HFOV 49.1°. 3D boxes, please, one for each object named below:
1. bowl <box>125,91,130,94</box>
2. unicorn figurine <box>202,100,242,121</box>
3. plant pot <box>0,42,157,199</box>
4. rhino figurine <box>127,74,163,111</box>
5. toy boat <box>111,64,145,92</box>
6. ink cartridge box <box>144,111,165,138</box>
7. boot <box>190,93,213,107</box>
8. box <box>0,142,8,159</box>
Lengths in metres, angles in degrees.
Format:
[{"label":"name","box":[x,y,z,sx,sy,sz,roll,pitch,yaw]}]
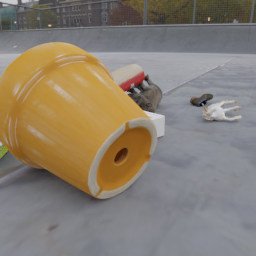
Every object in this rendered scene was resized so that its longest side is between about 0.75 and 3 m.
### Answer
[{"label":"bowl","box":[-0.773,-1.069,11.213,1.757,0.656,1.754,8,20,20]},{"label":"unicorn figurine","box":[3.248,-0.588,9.913,1.343,0.722,1.955,-7,3,10]},{"label":"plant pot","box":[-0.854,-0.014,5.518,2.439,2.664,2.664,33,35,33]},{"label":"rhino figurine","box":[0.656,-1.217,10.879,0.890,1.302,2.977,-40,4,24]},{"label":"toy boat","box":[-0.387,-1.103,9.891,2.429,1.588,1.585,-33,17,-23]},{"label":"ink cartridge box","box":[0.165,-0.015,8.071,1.120,0.657,1.530,17,26,42]},{"label":"boot","box":[3.281,-1.153,11.972,1.145,0.428,0.555,-16,33,-17]},{"label":"box","box":[-4.053,0.493,6.568,2.636,0.628,1.607,-1,19,-2]}]
